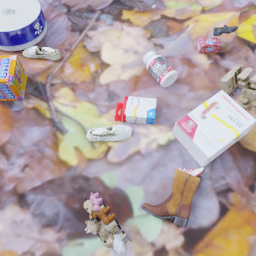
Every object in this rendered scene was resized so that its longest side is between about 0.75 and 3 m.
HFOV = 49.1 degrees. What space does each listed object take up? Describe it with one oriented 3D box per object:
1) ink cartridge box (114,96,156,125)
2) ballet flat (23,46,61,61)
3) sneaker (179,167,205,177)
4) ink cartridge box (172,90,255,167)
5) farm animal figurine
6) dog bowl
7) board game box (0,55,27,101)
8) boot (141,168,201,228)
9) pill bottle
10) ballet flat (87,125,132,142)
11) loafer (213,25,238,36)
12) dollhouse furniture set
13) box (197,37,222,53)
[{"bbox_3d":[0.292,-0.732,11.400,1.645,0.553,0.956,5,62,4],"label":"ink cartridge box"},{"bbox_3d":[-3.993,-3.531,12.894,1.852,0.577,0.624,7,62,4],"label":"ballet flat"},{"bbox_3d":[2.224,1.611,10.241,1.151,0.384,0.617,-32,69,-13],"label":"sneaker"},{"bbox_3d":[3.257,-0.025,10.736,2.508,1.046,1.820,-34,67,-17],"label":"ink cartridge box"},{"bbox_3d":[-0.882,3.091,8.990,0.982,1.884,1.863,-34,98,-15],"label":"farm animal figurine"},{"bbox_3d":[-5.439,-5.080,13.330,2.894,1.140,2.894,0,59,0],"label":"dog bowl"},{"bbox_3d":[-5.142,-2.053,11.657,1.345,1.346,1.344,-2,62,-1],"label":"board game box"},{"bbox_3d":[1.466,2.243,9.567,1.701,0.618,1.806,17,75,8],"label":"boot"},{"bbox_3d":[1.367,-2.602,12.220,0.882,0.882,1.593,-31,66,-15],"label":"pill bottle"},{"bbox_3d":[-0.714,0.191,10.893,1.824,0.655,0.655,-8,62,-5],"label":"ballet flat"},{"bbox_3d":[4.052,-4.116,11.645,1.001,0.362,0.364,-12,33,10],"label":"loafer"},{"bbox_3d":[4.913,-1.802,11.449,1.184,1.563,1.783,-41,42,-18],"label":"dollhouse furniture set"},{"bbox_3d":[3.801,-3.869,13.119,1.000,0.499,0.478,-5,62,-3],"label":"box"}]
